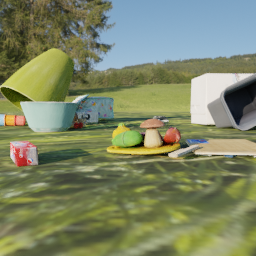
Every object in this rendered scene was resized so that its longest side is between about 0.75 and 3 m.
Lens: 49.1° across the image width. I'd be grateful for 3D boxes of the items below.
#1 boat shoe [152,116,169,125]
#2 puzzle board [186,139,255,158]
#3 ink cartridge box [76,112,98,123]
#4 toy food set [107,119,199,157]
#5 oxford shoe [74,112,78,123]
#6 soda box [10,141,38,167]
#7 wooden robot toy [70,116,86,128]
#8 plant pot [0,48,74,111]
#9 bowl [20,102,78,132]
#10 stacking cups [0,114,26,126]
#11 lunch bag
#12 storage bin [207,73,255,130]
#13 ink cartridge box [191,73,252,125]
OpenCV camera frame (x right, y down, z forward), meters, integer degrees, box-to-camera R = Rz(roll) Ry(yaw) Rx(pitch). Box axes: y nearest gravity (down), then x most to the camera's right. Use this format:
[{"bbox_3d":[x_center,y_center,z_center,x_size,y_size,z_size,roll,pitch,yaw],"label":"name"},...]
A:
[{"bbox_3d":[1.184,-0.297,11.243,1.138,0.343,0.430,2,-40,-49],"label":"boat shoe"},{"bbox_3d":[1.745,0.355,5.121,1.226,0.142,1.627,-1,4,6],"label":"puzzle board"},{"bbox_3d":[-2.318,-0.550,14.255,1.318,0.546,0.960,-3,5,-33],"label":"ink cartridge box"},{"bbox_3d":[0.343,0.116,4.748,1.663,0.543,0.978,-1,5,43],"label":"toy food set"},{"bbox_3d":[-2.584,-0.431,11.990,0.638,0.652,1.789,0,4,5],"label":"oxford shoe"},{"bbox_3d":[-1.551,0.362,4.136,0.287,0.260,0.820,-2,4,-29],"label":"soda box"},{"bbox_3d":[-2.078,-0.398,10.622,0.778,0.801,1.765,2,5,28],"label":"wooden robot toy"},{"bbox_3d":[-3.649,-2.043,12.430,2.628,2.808,2.628,25,-22,11],"label":"plant pot"},{"bbox_3d":[-2.559,-0.374,9.219,1.832,0.958,1.832,0,5,0],"label":"bowl"},{"bbox_3d":[-5.278,-0.284,11.576,1.950,0.590,0.590,4,3,-13],"label":"stacking cups"},{"bbox_3d":[-2.279,-1.160,16.139,2.396,1.461,2.041,-2,3,-28],"label":"lunch bag"},{"bbox_3d":[4.251,-0.810,10.143,2.485,1.809,1.669,-25,-1,-13],"label":"storage bin"},{"bbox_3d":[4.442,-1.196,12.238,2.884,2.106,2.116,0,3,-5],"label":"ink cartridge box"}]
